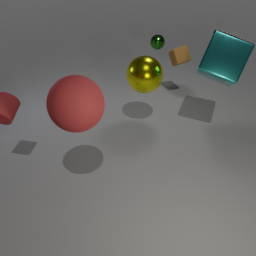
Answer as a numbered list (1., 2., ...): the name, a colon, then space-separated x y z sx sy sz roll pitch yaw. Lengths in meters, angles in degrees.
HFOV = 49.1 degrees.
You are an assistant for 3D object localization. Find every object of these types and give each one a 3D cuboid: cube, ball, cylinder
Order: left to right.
1. cylinder: -3.551 -0.556 8.026 0.700 0.700 0.700 7 60 10
2. ball: -1.266 -0.585 6.831 1.400 1.400 1.400 0 33 0
3. ball: 0.628 -2.003 10.505 1.400 1.400 1.400 0 33 0
4. ball: 1.414 -4.105 13.382 0.700 0.700 0.700 0 33 0
5. cube: 2.369 -3.300 12.834 0.700 0.700 0.700 -19 7 -10
6. cube: 3.402 -2.434 10.021 1.400 1.400 1.400 24 9 8
